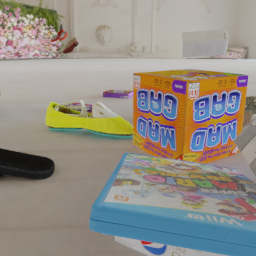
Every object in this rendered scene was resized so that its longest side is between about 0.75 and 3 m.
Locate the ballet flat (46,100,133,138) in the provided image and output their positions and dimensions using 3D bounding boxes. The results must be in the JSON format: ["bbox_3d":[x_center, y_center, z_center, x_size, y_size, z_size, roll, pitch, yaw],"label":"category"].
[{"bbox_3d":[-1.101,-0.307,7.773,2.717,0.911,0.908,6,11,19],"label":"ballet flat"}]

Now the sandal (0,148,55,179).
[{"bbox_3d":[-2.665,0.730,5.348,2.439,0.550,0.916,13,21,-8],"label":"sandal"}]

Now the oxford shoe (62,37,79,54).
[{"bbox_3d":[-2.142,-3.044,10.366,0.799,0.299,0.281,-29,-22,25],"label":"oxford shoe"}]

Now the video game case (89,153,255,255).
[{"bbox_3d":[0.834,0.820,3.783,2.121,0.264,2.964,9,5,4],"label":"video game case"}]

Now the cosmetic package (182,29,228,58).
[{"bbox_3d":[2.647,-2.935,9.752,1.497,0.533,0.759,-1,-27,10],"label":"cosmetic package"}]

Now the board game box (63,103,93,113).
[{"bbox_3d":[-1.792,-0.705,10.312,1.605,0.259,0.964,9,15,28],"label":"board game box"}]

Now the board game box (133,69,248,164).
[{"bbox_3d":[1.332,-0.348,6.427,1.793,1.793,1.794,-10,20,-31],"label":"board game box"}]

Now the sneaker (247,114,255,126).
[{"bbox_3d":[4.105,0.165,6.831,2.207,0.830,0.977,1,29,23],"label":"sneaker"}]

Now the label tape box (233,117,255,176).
[{"bbox_3d":[2.346,0.740,3.609,1.518,0.700,2.119,38,21,-4],"label":"label tape box"}]

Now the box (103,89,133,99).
[{"bbox_3d":[-0.438,-1.604,13.135,1.269,0.248,0.868,6,18,18],"label":"box"}]

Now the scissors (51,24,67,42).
[{"bbox_3d":[-2.437,-3.623,10.462,0.623,0.119,1.702,-13,39,15],"label":"scissors"}]

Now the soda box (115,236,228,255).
[{"bbox_3d":[0.644,1.283,3.335,1.631,0.519,0.556,10,20,31],"label":"soda box"}]

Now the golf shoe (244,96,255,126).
[{"bbox_3d":[4.315,-0.361,8.437,2.565,1.004,1.247,8,1,8],"label":"golf shoe"}]

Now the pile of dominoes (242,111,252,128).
[{"bbox_3d":[2.863,0.003,7.505,1.037,0.212,1.331,-32,3,28],"label":"pile of dominoes"}]
